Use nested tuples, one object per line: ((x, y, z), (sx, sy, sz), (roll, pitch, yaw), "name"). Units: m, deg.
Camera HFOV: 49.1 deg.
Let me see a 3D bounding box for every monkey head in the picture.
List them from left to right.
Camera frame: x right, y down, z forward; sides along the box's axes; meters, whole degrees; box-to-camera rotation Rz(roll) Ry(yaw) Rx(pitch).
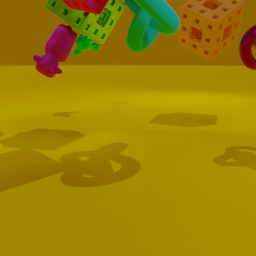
((-1.368, -2.867, 9.568), (1.107, 0.797, 0.667), (-35, 25, 34), "monkey head")

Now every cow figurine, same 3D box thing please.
((-1.691, -1.844, 6.644), (0.706, 1.285, 1.265), (29, 16, -17), "cow figurine")

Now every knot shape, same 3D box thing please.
((0.340, -2.574, 5.360), (0.933, 1.890, 2.020), (-8, 0, -2), "knot shape")
((2.842, -1.775, 5.465), (0.654, 1.415, 1.324), (53, 28, 14), "knot shape")

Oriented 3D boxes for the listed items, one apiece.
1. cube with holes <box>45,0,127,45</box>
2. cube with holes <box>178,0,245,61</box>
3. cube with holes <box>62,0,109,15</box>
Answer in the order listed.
((-0.992, -2.978, 6.831), (1.168, 1.168, 1.168), (39, 15, 17), "cube with holes")
((2.566, -3.283, 8.859), (1.365, 1.365, 1.365), (-40, 59, -20), "cube with holes")
((-0.923, -3.089, 5.149), (1.265, 1.265, 1.265), (31, 3, -43), "cube with holes")
